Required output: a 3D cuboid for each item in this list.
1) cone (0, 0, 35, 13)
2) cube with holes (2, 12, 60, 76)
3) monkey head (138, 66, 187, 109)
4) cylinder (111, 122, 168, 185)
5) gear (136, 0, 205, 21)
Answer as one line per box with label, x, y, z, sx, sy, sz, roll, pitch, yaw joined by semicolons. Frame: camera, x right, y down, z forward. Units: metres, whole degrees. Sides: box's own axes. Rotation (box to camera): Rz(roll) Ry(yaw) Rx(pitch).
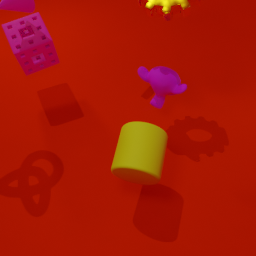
cone;-3.081;-3.303;7.365;0.858;0.858;0.861;33;57;22
cube with holes;-2.922;-2.537;8.549;1.128;1.128;1.128;-24;72;-11
monkey head;0.902;-1.102;7.575;1.460;0.880;1.050;28;90;24
cylinder;0.275;0.593;6.386;1.107;1.107;1.107;10;64;8
gear;0.997;-3.373;6.539;1.735;0.321;1.735;-3;77;11
